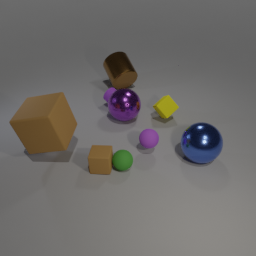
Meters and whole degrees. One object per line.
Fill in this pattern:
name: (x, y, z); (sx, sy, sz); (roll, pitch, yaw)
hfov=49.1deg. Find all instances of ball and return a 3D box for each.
ball: (-0.152, -0.977, 11.826); (1.400, 1.400, 1.400); (0, 33, 0)
ball: (0.737, 0.369, 9.839); (0.700, 0.700, 0.700); (0, 33, 0)
ball: (-0.178, 1.064, 9.281); (0.700, 0.700, 0.700); (0, 33, 0)
ball: (2.500, 0.504, 9.533); (1.400, 1.400, 1.400); (0, 33, 0)

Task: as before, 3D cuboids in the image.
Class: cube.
cube: (1.585, -0.889, 11.841); (0.700, 0.700, 0.700); (-42, 8, -6)
cube: (-2.701, -0.157, 9.225); (1.400, 1.400, 1.400); (-7, 38, 14)
cube: (-0.891, 1.047, 9.289); (0.700, 0.700, 0.700); (1, 33, 6)

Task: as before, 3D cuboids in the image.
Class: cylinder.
cylinder: (-0.401, -2.969, 14.511); (1.400, 1.400, 1.400); (-16, 65, -23)
cylinder: (-0.658, -1.384, 12.898); (0.700, 0.700, 0.700); (-30, 65, -38)
